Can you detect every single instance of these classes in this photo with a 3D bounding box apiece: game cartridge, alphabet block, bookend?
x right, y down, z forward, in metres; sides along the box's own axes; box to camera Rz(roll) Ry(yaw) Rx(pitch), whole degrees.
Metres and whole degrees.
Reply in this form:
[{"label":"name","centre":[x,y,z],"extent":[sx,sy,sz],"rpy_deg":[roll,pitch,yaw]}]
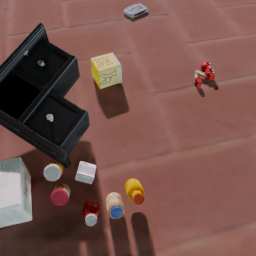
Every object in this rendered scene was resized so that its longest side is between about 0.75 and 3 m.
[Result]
[{"label":"game cartridge","centre":[0.329,-5.402,12.857],"extent":[1.026,0.213,0.683],"rpy_deg":[-31,53,-22]},{"label":"alphabet block","centre":[-0.750,-1.993,9.746],"extent":[0.839,0.819,0.824],"rpy_deg":[-19,52,-16]},{"label":"bookend","centre":[-2.033,-0.865,7.721],"extent":[2.840,1.308,2.823],"rpy_deg":[32,72,6]}]

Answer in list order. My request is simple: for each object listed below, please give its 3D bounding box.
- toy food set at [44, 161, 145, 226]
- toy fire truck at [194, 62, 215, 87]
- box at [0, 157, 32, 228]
[{"label":"toy food set","centre":[-0.851,1.508,6.423],"extent":[2.361,1.062,1.127],"rpy_deg":[17,91,-8]},{"label":"toy fire truck","centre":[2.691,-1.940,10.044],"extent":[0.778,0.269,1.103],"rpy_deg":[-5,51,-2]},{"label":"box","centre":[-3.486,1.666,6.688],"extent":[2.085,1.016,1.297],"rpy_deg":[-10,53,-8]}]
